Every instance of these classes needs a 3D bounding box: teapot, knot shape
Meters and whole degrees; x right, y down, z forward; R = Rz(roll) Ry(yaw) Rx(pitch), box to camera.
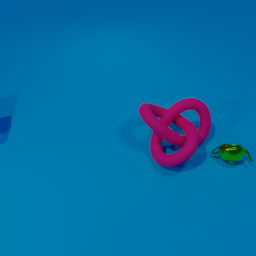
[{"bbox_3d":[2.684,0.653,7.161,1.053,0.515,0.654,4,2,26],"label":"teapot"},{"bbox_3d":[1.361,-0.045,7.380,1.890,0.933,2.020,-17,62,-14],"label":"knot shape"}]
